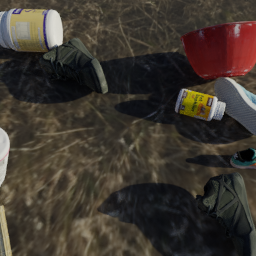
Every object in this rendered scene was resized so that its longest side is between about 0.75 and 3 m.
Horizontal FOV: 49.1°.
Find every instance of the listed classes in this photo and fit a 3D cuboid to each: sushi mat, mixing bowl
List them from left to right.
[{"bbox_3d":[-2.610,2.208,5.459,0.609,0.077,1.273,-23,68,5],"label":"sushi mat"},{"bbox_3d":[2.698,-2.068,7.965,2.325,2.325,1.259,-5,97,-4],"label":"mixing bowl"}]

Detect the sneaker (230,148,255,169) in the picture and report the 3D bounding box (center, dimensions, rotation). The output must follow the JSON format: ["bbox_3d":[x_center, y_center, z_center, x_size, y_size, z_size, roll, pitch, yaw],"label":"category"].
[{"bbox_3d":[3.047,0.707,6.621,1.144,0.457,0.408,-4,53,-3],"label":"sneaker"}]

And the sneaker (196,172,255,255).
[{"bbox_3d":[1.905,1.812,5.561,1.024,0.683,1.787,-7,68,1],"label":"sneaker"}]

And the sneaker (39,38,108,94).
[{"bbox_3d":[-1.606,-1.638,8.128,1.465,0.978,2.558,-27,54,-17],"label":"sneaker"}]

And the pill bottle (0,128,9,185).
[{"bbox_3d":[-2.946,0.740,5.635,0.932,1.645,0.932,16,45,-16],"label":"pill bottle"}]

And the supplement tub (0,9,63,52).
[{"bbox_3d":[-3.133,-3.127,9.019,1.790,1.301,1.301,3,53,2],"label":"supplement tub"}]

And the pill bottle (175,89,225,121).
[{"bbox_3d":[1.923,-0.591,7.482,1.216,0.664,0.664,16,54,12],"label":"pill bottle"}]

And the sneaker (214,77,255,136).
[{"bbox_3d":[3.234,-0.603,7.539,0.888,0.801,2.167,-12,55,-31],"label":"sneaker"}]
